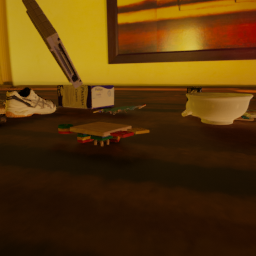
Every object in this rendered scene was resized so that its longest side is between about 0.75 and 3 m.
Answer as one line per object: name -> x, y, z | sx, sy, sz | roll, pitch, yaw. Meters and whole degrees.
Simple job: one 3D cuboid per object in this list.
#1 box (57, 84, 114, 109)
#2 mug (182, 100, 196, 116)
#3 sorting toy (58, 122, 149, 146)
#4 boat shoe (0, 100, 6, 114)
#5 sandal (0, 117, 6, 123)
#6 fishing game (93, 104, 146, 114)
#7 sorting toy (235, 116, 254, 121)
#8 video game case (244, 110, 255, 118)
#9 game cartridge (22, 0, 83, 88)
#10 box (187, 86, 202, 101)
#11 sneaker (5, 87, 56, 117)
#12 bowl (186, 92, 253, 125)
box -> -2.402, -1.864, 16.195 | 2.451, 1.286, 2.254 | 5, 11, 30
mug -> 2.935, -0.890, 12.415 | 1.254, 0.926, 1.099 | -33, 7, -9
sorting toy -> -0.662, 0.164, 7.625 | 2.509, 0.424, 1.210 | 7, 12, 34
boat shoe -> -6.003, -0.954, 12.889 | 0.878, 0.826, 2.305 | 12, 11, 2
sandal -> -4.919, -0.379, 10.345 | 1.120, 0.306, 0.458 | -2, -22, 30
fishing game -> -0.392, -0.827, 13.294 | 2.386, 0.371, 1.709 | -5, 9, 17
sorting toy -> 4.632, -0.435, 11.601 | 0.883, 0.161, 0.818 | 0, 10, 3
video game case -> 5.981, -0.671, 12.899 | 1.248, 0.152, 1.745 | 0, 11, 4
game cartridge -> -2.007, -2.230, 7.642 | 0.453, 1.530, 2.360 | -36, -20, -7
box -> 3.505, -1.559, 14.771 | 0.640, 1.217, 1.486 | 3, 10, 19
sneaker -> -4.401, -1.262, 13.061 | 1.103, 1.278, 2.916 | 2, 9, 22
bowl -> 3.441, -0.761, 10.763 | 2.458, 1.105, 2.458 | 0, 11, 0
